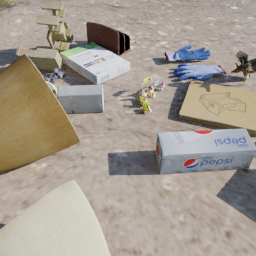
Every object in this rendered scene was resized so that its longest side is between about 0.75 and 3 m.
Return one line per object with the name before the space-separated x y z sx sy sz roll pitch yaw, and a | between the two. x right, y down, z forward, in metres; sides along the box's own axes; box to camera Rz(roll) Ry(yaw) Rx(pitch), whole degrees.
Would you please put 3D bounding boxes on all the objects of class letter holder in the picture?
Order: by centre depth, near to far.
letter holder | -0.856 -3.983 12.109 1.767 1.256 0.888 26 49 25

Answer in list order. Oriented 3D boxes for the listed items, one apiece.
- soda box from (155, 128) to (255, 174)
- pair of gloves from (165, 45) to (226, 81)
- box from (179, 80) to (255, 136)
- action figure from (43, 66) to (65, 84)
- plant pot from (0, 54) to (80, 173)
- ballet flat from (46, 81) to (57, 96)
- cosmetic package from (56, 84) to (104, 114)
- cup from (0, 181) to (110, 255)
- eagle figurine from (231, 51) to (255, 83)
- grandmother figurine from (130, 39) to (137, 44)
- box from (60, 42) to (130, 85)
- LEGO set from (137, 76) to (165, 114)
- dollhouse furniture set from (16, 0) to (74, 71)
soda box | 2.039 0.613 7.579 2.497 0.792 0.852 -3 43 -3
pair of gloves | 2.647 -2.650 11.425 2.058 0.292 2.559 -8 45 -11
box | 3.168 -0.750 9.415 2.522 0.268 2.062 15 45 14
action figure | -2.873 -1.912 10.601 0.645 0.344 0.991 28 53 19
plant pot | -3.177 -0.025 7.213 2.890 2.693 2.693 -32 51 -14
ballet flat | -3.849 -1.090 9.440 2.898 1.007 1.007 -5 44 -8
cosmetic package | -1.532 -0.949 9.256 1.468 0.784 0.662 -2 42 0
cup | -1.317 2.522 4.563 2.747 2.747 1.965 -37 81 -33
eagle figurine | 4.361 -2.147 10.062 1.390 1.049 1.054 -15 60 -33
grandmother figurine | 0.005 -3.878 12.774 0.755 0.229 0.458 -18 18 -14
box | -1.341 -2.662 11.255 1.740 0.438 2.411 -30 52 -33
LEGO set | 0.685 -1.239 9.671 0.761 0.616 1.655 16 46 17
dollhouse furniture set | -3.282 -3.544 11.181 1.509 1.992 2.272 6 71 4
